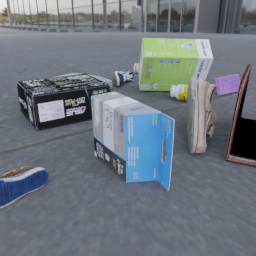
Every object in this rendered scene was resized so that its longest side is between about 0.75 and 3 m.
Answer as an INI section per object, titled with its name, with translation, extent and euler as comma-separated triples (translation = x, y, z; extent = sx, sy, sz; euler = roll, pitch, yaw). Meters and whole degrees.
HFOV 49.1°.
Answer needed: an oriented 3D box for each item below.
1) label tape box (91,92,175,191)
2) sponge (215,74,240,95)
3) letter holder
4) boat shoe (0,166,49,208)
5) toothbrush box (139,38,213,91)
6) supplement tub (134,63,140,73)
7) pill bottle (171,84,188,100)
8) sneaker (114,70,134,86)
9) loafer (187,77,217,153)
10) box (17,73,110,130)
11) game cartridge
[label tape box]
translation = 0.005, 0.261, 6.227
extent = 0.749, 1.623, 2.266
euler = -13, 26, -28
[sponge]
translation = 4.466, -1.934, 12.456
extent = 1.391, 0.776, 0.207
euler = -14, 5, -31
[letter holder]
translation = 3.687, -0.524, 7.474
extent = 1.478, 2.089, 2.940
euler = 11, 25, 24
[boat shoe]
translation = -2.401, 1.156, 5.604
extent = 0.569, 0.568, 1.573
euler = 13, 16, 38
[toothbrush box]
translation = 1.935, -2.672, 12.086
extent = 2.817, 2.051, 1.212
euler = 1, 57, -1
[supplement tub]
translation = 0.784, -3.459, 16.286
extent = 0.797, 0.576, 0.576
euler = 8, 24, 18
[pill bottle]
translation = 2.333, -1.442, 11.395
extent = 1.116, 0.628, 0.628
euler = 9, 25, 21
[sneaker]
translation = -0.181, -2.537, 14.053
extent = 0.999, 0.645, 1.841
euler = -3, 20, -2
[loafer]
translation = 2.159, -0.459, 7.921
extent = 0.876, 1.001, 2.785
euler = 6, 47, 4
[box]
translation = -2.262, -1.042, 9.870
extent = 2.670, 1.150, 2.186
euler = -14, 27, -29
[game cartridge]
translation = -2.162, -2.121, 13.284
extent = 2.728, 0.567, 1.817
euler = 18, 25, 36
